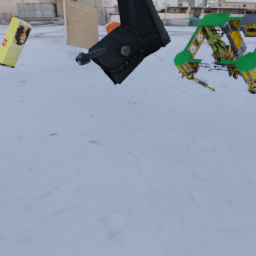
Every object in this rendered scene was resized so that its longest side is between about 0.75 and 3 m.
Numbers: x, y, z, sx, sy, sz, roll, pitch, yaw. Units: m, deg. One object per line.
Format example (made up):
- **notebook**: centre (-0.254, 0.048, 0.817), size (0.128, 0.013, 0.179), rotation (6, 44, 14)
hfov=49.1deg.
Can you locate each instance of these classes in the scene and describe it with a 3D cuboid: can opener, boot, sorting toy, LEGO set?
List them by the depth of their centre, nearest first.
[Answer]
- **LEGO set**: centre (2.553, -1.637, 6.706), size (2.565, 1.486, 1.973), rotation (9, 69, 45)
- **can opener**: centre (-1.050, -2.045, 7.945), size (0.956, 0.376, 0.303), rotation (-28, 5, -25)
- **boot**: centre (-0.287, -3.007, 8.575), size (2.433, 2.895, 1.106), rotation (-38, 32, 0)
- **sorting toy**: centre (-1.663, -3.595, 9.943), size (0.303, 1.538, 1.662), rotation (-3, 1, 38)
- **boot**: centre (-0.342, -3.798, 10.397), size (1.058, 0.567, 0.397), rotation (-29, -14, -9)

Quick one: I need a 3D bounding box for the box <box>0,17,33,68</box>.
- **box**: centre (-3.654, -2.689, 8.943), size (0.383, 1.530, 0.576), rotation (38, 18, 20)
